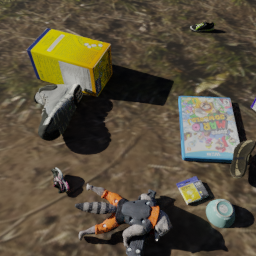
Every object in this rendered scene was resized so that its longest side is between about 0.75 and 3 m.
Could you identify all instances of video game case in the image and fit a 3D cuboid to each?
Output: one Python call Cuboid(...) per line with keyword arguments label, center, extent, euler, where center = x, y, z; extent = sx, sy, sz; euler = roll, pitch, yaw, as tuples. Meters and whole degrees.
Cuboid(label="video game case", center=(2.873, -0.038, 10.044), extent=(1.973, 0.245, 2.757), euler=(3, 54, 2))

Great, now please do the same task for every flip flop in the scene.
Cuboid(label="flip flop", center=(3.661, 0.996, 8.858), extent=(0.615, 0.437, 1.518), euler=(-7, 43, 46))

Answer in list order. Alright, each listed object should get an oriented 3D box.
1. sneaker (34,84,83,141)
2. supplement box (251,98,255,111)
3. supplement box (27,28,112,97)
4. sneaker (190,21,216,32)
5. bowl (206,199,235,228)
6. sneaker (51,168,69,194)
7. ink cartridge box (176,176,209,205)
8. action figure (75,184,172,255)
Cuboid(label="sneaker", center=(-2.870, -0.677, 10.156), extent=(1.601, 1.040, 2.772), euler=(11, 44, 14))
Cuboid(label="supplement box", center=(5.507, -0.745, 10.211), extent=(0.825, 0.807, 1.596), euler=(-34, 61, -23))
Cuboid(label="supplement box", center=(-2.216, -2.623, 11.133), extent=(2.834, 1.543, 1.552), euler=(18, 56, 13))
Cuboid(label="sneaker", center=(3.611, -4.950, 13.513), extent=(1.178, 0.488, 0.423), euler=(0, 54, 0))
Cuboid(label="bowl", center=(2.741, 2.411, 8.120), extent=(0.849, 0.444, 0.849), euler=(1, 54, -1))
Cuboid(label="sneaker", center=(-2.165, 1.626, 8.631), extent=(0.381, 0.355, 0.883), euler=(-22, 63, -37))
Cuboid(label="ink cartridge box", center=(1.991, 1.898, 8.671), extent=(0.744, 0.177, 0.753), euler=(-18, 57, -12))
Cuboid(label="action figure", center=(-0.105, 2.629, 7.453), extent=(2.523, 1.364, 2.608), euler=(1, 54, 12))
